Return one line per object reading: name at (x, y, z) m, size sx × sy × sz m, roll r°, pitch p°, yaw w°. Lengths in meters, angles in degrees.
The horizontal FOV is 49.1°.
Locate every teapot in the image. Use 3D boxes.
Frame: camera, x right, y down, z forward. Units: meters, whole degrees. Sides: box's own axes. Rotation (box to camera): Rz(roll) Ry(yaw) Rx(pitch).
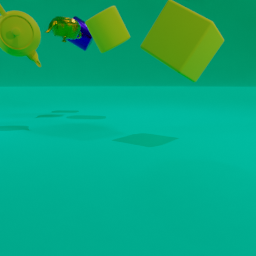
teapot at (-1.897, -2.909, 8.321) m, size 0.879 × 0.692 × 1.413 m, roll 17°, pitch 14°, yaw 32°
teapot at (-2.327, -1.968, 5.971) m, size 0.952 × 1.532 × 0.750 m, roll -35°, pitch 20°, yaw -8°

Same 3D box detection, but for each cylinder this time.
cylinder at (-0.576, -2.813, 8.042) m, size 0.973 × 0.973 × 0.973 m, roll -26°, pitch 19°, yaw 10°
cylinder at (-1.661, -3.294, 9.806) m, size 0.877 × 0.877 × 0.877 m, roll 30°, pitch 4°, yaw -11°

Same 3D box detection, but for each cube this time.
cube at (0.938, -1.445, 4.794) m, size 0.889 × 0.889 × 0.889 m, roll 40°, pitch 17°, yaw 25°
